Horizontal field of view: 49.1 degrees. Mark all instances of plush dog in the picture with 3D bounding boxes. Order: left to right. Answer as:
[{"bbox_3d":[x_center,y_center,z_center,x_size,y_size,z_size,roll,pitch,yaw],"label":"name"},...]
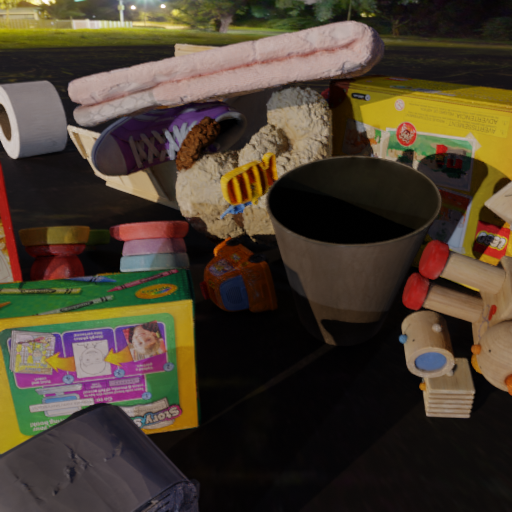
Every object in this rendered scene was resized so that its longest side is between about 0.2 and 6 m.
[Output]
[{"bbox_3d":[-0.046,-0.869,8.210,2.308,2.688,2.156,-1,39,14],"label":"plush dog"}]

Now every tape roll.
[{"bbox_3d":[-5.701,-3.429,14.086,1.235,1.799,1.799,-20,32,-36],"label":"tape roll"}]

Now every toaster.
[{"bbox_3d":[-1.262,1.902,3.662,1.231,1.083,1.907,23,30,35],"label":"toaster"}]

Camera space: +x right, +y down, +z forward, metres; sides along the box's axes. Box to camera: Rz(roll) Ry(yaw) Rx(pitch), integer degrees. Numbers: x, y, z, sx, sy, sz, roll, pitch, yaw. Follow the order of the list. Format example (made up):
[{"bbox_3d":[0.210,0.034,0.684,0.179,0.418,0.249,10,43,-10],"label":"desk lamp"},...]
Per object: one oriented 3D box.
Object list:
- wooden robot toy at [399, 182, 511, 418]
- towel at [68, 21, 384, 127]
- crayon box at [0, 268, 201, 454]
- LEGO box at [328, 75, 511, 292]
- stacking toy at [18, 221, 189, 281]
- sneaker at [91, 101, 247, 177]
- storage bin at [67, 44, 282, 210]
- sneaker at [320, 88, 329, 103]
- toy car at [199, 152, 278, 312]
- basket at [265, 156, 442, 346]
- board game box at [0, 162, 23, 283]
[{"bbox_3d":[1.848,0.677,4.606,1.175,2.668,1.211,12,40,-2],"label":"wooden robot toy"},{"bbox_3d":[-0.103,-2.582,7.917,3.733,0.630,3.908,-6,18,16],"label":"towel"},{"bbox_3d":[-1.756,0.982,5.192,2.416,1.435,0.704,-5,26,-11],"label":"crayon box"},{"bbox_3d":[2.717,-1.213,8.478,1.335,2.576,3.459,-21,33,-38],"label":"LEGO box"},{"bbox_3d":[-2.173,0.064,8.318,2.308,0.975,2.089,-4,0,-16],"label":"stacking toy"},{"bbox_3d":[-1.309,-1.830,8.711,2.446,0.887,1.395,-28,33,-16],"label":"sneaker"},{"bbox_3d":[-1.550,-2.805,11.633,3.319,1.567,3.343,21,57,35],"label":"storage bin"},{"bbox_3d":[2.103,-2.402,11.309,1.239,1.397,3.306,30,21,-52],"label":"sneaker"},{"bbox_3d":[-0.358,-0.256,6.874,0.865,2.600,1.275,-24,47,-19],"label":"toy car"},{"bbox_3d":[0.997,0.047,6.290,1.738,1.928,1.311,-3,49,1],"label":"basket"},{"bbox_3d":[-3.778,-0.944,7.294,0.720,3.111,2.357,-13,29,-28],"label":"board game box"}]
